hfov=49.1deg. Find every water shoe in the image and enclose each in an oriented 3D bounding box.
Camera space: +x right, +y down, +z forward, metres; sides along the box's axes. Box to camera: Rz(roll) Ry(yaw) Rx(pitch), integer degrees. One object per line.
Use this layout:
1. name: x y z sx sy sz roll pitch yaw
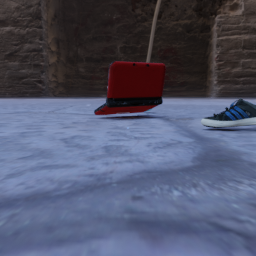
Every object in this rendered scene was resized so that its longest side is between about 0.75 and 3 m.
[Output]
1. water shoe: 2.922 -0.407 7.584 1.896 0.748 0.678 -4 -2 7

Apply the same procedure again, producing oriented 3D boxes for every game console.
1. game console: 0.052 -1.464 10.869 2.464 1.462 2.124 -5 -9 -31

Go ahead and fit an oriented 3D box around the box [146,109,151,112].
1. box: 0.980 -0.988 13.433 0.361 0.216 0.877 -42 9 -16
